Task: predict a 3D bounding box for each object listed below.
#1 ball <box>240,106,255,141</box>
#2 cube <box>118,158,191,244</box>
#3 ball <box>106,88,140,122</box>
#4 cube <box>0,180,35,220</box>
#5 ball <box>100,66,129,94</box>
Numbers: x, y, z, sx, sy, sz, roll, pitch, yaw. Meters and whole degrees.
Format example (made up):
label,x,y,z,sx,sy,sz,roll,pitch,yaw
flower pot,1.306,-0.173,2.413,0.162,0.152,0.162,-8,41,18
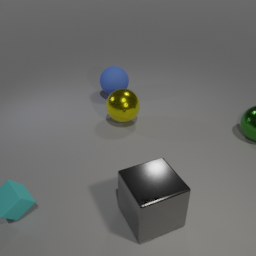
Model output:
label,x,y,z,sx,sy,sz,roll,pitch,yaw
ball,5.019,-0.171,10.652,1.400,1.400,1.400,0,33,0
cube,0.633,1.878,7.458,1.400,1.400,1.400,-14,35,-20
ball,-0.204,-0.929,11.552,1.400,1.400,1.400,0,33,0
cube,-3.074,1.920,7.460,0.700,0.700,0.700,-45,63,-6
ball,-0.663,-2.289,13.597,1.400,1.400,1.400,0,33,0
